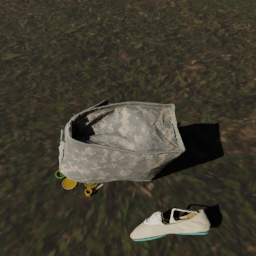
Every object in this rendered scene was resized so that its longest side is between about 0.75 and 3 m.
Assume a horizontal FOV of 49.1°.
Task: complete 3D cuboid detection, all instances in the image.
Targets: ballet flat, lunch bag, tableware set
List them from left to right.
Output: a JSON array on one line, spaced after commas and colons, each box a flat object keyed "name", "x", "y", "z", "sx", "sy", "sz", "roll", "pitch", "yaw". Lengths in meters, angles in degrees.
[{"name": "tableware set", "x": -1.310, "y": 1.341, "z": 7.364, "sx": 0.815, "sy": 0.186, "sz": 1.210, "roll": -35, "pitch": 55, "yaw": -30}, {"name": "lunch bag", "x": -0.348, "y": 0.388, "z": 6.513, "sx": 2.515, "sy": 2.062, "sz": 1.479, "roll": 0, "pitch": 62, "yaw": -18}, {"name": "ballet flat", "x": 0.895, "y": 2.077, "z": 6.170, "sx": 1.758, "sy": 0.611, "sz": 0.611, "roll": -8, "pitch": 45, "yaw": 5}]
